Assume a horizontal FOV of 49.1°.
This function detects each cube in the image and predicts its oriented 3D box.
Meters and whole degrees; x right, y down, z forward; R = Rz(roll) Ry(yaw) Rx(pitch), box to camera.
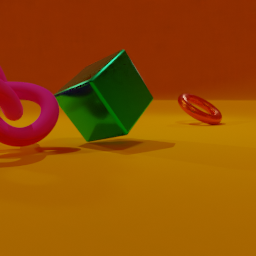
[{"bbox_3d":[-0.414,-0.541,4.999,1.083,1.083,1.083,-11,31,43],"label":"cube"}]

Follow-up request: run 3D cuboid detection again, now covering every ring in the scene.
[{"bbox_3d":[2.312,-0.629,9.015,1.546,0.309,1.546,20,29,-11],"label":"ring"}]

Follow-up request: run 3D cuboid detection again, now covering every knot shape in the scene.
[{"bbox_3d":[-2.094,-0.506,4.190,1.851,0.855,1.732,38,12,29],"label":"knot shape"}]
